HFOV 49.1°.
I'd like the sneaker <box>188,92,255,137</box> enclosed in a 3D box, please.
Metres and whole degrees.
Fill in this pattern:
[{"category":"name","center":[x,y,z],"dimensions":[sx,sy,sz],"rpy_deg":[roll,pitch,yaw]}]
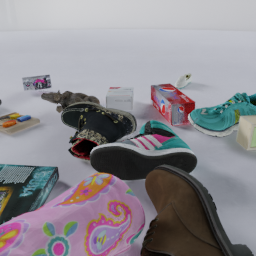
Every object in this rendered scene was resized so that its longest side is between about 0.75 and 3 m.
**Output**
[{"category":"sneaker","center":[2.980,-0.552,8.145],"dimensions":[2.840,1.131,1.101],"rpy_deg":[-12,48,-24]}]

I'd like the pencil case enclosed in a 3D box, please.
[{"category":"pencil case","center":[-1.138,1.640,3.424],"dimensions":[1.298,1.298,2.969],"rpy_deg":[20,31,38]}]

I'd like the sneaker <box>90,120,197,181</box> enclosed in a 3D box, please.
[{"category":"sneaker","center":[0.275,0.409,6.422],"dimensions":[2.311,0.966,1.396],"rpy_deg":[4,28,-12]}]

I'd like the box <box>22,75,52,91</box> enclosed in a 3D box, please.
[{"category":"box","center":[-3.934,-1.953,12.141],"dimensions":[1.038,0.595,0.686],"rpy_deg":[-6,13,2]}]

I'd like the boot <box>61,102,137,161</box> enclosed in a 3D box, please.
[{"category":"boot","center":[-1.178,0.020,7.530],"dimensions":[2.404,0.868,1.815],"rpy_deg":[10,28,23]}]

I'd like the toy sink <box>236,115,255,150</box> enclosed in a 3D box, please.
[{"category":"toy sink","center":[3.610,0.104,7.452],"dimensions":[1.156,0.754,0.648],"rpy_deg":[-3,24,-9]}]

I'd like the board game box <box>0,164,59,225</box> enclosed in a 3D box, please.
[{"category":"board game box","center":[-2.407,1.406,4.977],"dimensions":[1.653,0.344,2.444],"rpy_deg":[2,23,6]}]

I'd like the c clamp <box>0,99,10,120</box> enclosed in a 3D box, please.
[{"category":"c clamp","center":[-5.013,-0.550,9.583],"dimensions":[2.131,0.338,2.495],"rpy_deg":[-11,27,-12]}]

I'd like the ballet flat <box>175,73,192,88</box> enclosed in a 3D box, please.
[{"category":"ballet flat","center":[2.621,-2.274,13.204],"dimensions":[0.536,0.536,1.543],"rpy_deg":[15,28,30]}]

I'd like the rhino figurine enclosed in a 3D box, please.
[{"category":"rhino figurine","center":[-2.050,-0.909,9.708],"dimensions":[2.489,0.744,1.088],"rpy_deg":[15,17,27]}]

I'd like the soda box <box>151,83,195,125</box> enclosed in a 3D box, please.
[{"category":"soda box","center":[1.482,-0.879,9.694],"dimensions":[0.820,0.743,2.342],"rpy_deg":[-6,25,-10]}]

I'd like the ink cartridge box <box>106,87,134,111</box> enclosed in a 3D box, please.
[{"category":"ink cartridge box","center":[-0.286,-1.107,10.466],"dimensions":[0.958,0.545,1.315],"rpy_deg":[1,24,3]}]

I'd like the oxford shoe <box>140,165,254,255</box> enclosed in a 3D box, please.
[{"category":"oxford shoe","center":[0.650,1.469,3.940],"dimensions":[1.251,1.077,2.964],"rpy_deg":[-6,24,-11]}]

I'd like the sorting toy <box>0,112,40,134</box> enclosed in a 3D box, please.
[{"category":"sorting toy","center":[-3.786,-0.138,8.619],"dimensions":[1.274,0.254,1.723],"rpy_deg":[16,28,32]}]
